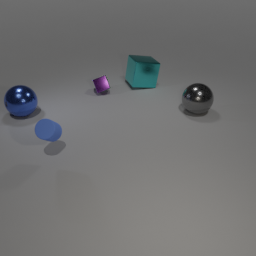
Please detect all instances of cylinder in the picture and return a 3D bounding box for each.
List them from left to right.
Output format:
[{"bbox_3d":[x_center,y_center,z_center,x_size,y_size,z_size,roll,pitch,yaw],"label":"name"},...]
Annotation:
[{"bbox_3d":[-2.672,0.083,9.443,0.700,0.700,0.700,4,-8,7],"label":"cylinder"}]

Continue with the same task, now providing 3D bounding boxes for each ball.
[{"bbox_3d":[-4.715,-1.190,12.353,1.400,1.400,1.400,0,31,0],"label":"ball"},{"bbox_3d":[3.127,-1.315,12.594,1.400,1.400,1.400,0,31,0],"label":"ball"}]

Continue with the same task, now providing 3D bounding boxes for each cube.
[{"bbox_3d":[-1.379,-2.296,14.594,0.700,0.700,0.700,-21,11,0],"label":"cube"},{"bbox_3d":[0.778,-3.125,15.442,1.400,1.400,1.400,-1,30,-19],"label":"cube"}]
